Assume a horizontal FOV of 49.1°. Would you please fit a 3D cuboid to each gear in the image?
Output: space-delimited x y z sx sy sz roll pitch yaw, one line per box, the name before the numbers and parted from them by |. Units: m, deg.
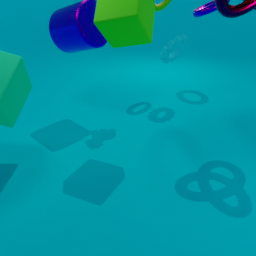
gear | 1.604 -2.684 9.601 1.144 1.144 0.212 -21 70 -33

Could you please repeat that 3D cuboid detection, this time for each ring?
ring | 3.244 -4.734 10.950 1.461 0.292 1.461 -22 21 9
ring | 1.197 -4.719 9.965 1.182 1.182 0.236 -22 59 -35

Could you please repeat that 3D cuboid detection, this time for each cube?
cube | -3.059 -0.924 6.274 1.236 1.236 1.236 16 66 -1
cube | -0.041 -2.594 6.401 1.034 1.034 1.034 0 -17 22

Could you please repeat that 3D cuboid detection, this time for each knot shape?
knot shape | 2.760 -2.997 6.178 1.670 0.824 1.784 -1 -2 -1

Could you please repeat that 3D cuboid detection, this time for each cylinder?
cylinder | -1.428 -2.997 8.372 1.341 1.341 1.341 4 25 40
